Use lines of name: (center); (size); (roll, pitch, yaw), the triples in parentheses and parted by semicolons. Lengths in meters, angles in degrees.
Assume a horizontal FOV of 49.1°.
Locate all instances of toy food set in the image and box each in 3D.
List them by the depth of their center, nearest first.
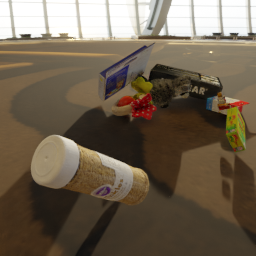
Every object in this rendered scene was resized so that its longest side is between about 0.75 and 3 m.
toy food set: (3.165, -0.846, 9.186); (0.402, 0.893, 0.426); (-9, 61, 14)

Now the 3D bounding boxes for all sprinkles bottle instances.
sprinkles bottle: (-0.424, 0.656, 3.919); (0.617, 0.617, 1.807); (21, -5, 43)

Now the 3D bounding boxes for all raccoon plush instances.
raccoon plush: (1.278, -1.651, 10.134); (2.127, 1.425, 1.029); (28, 39, -21)

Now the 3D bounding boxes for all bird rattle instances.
bird rattle: (0.221, -0.793, 9.752); (1.640, 1.133, 2.012); (-16, 31, 19)

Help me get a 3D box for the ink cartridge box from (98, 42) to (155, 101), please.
ink cartridge box: (-0.139, -2.201, 10.580); (2.220, 2.246, 0.528); (-35, 76, -19)

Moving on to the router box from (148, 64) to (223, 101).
router box: (2.411, -1.970, 11.924); (2.926, 0.747, 2.182); (15, 22, 8)

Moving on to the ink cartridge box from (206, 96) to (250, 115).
ink cartridge box: (3.578, -0.793, 10.075); (0.749, 0.433, 1.289); (-15, 26, -35)

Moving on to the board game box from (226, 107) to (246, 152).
board game box: (2.830, 0.018, 7.341); (0.283, 0.604, 1.189); (-19, 26, 32)
